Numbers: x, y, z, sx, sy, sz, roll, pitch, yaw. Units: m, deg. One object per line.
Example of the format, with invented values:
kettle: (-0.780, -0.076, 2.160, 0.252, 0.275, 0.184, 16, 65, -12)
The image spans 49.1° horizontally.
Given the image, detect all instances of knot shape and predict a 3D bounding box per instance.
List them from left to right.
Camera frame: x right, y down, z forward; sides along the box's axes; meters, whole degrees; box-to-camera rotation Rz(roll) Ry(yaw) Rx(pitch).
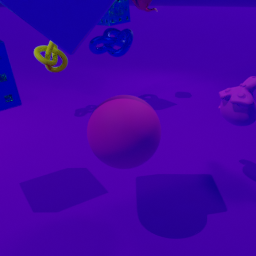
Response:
knot shape: (-2.533, -2.354, 9.100, 0.544, 1.178, 1.102, 4, 21, 31)
knot shape: (-0.459, -3.089, 9.936, 1.661, 0.768, 1.555, 1, 33, 22)

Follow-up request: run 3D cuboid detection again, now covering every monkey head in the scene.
monkey head: (2.384, -0.522, 5.750, 0.969, 0.811, 1.346, -38, 33, -6)

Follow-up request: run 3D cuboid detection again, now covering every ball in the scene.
ball: (-0.061, 0.064, 4.518, 1.188, 1.188, 1.188, 0, 26, 0)

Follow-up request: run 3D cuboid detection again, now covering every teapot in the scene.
teapot: (0.529, -4.577, 9.834, 0.672, 1.373, 0.854, -29, 11, 25)

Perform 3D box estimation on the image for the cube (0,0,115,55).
cube: (-0.911, -2.086, 4.066, 1.255, 1.255, 1.255, 35, 24, -23)

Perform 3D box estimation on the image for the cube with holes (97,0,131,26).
cube with holes: (-0.542, -3.830, 9.067, 0.848, 0.848, 0.848, -25, 33, -32)

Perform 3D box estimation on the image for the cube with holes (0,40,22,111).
cube with holes: (-2.700, -0.915, 4.908, 1.116, 1.116, 1.116, -21, 32, -26)
